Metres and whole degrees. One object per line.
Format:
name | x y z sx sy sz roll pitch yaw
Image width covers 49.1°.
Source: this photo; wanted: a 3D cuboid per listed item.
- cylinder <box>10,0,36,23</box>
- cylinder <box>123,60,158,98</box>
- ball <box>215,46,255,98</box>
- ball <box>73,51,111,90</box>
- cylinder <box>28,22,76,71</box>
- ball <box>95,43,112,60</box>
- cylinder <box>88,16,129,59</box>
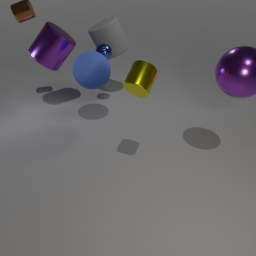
cylinder | -4.004 -4.480 10.728 0.700 0.700 0.700 -22 33 0
cylinder | 0.319 -1.233 7.108 0.700 0.700 0.700 16 72 24
ball | 3.111 -1.517 7.662 1.400 1.400 1.400 0 31 0
ball | -1.337 -2.128 10.382 1.400 1.400 1.400 0 31 0
cylinder | -3.055 -3.288 11.347 1.400 1.400 1.400 37 18 -14
ball | -0.993 -3.119 11.535 0.700 0.700 0.700 0 31 0
cylinder | -0.855 -4.035 12.594 1.400 1.400 1.400 -21 32 14
